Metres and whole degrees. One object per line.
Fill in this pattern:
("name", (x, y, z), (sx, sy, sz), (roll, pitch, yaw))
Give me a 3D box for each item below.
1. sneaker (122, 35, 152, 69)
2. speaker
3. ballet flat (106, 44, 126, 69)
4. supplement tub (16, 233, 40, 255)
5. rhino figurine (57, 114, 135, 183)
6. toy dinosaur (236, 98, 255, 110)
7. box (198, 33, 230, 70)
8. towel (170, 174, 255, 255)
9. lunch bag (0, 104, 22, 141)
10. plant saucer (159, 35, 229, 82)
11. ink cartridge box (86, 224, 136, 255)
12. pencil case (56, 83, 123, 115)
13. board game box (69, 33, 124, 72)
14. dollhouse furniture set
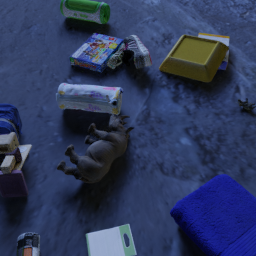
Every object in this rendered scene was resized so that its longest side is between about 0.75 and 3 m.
("sneaker", (0.124, -3.105, 11.540), (1.013, 0.854, 2.316), (-21, 44, -7))
("speaker", (-2.151, -5.927, 14.096), (2.402, 1.062, 1.062), (16, 49, 14))
("ballet flat", (-0.373, -2.992, 11.764), (0.536, 0.536, 1.544), (20, 51, 18))
("supplement tub", (-2.220, 2.807, 6.224), (0.497, 0.497, 0.812), (-7, 47, -7))
("rhino figurine", (-0.700, 0.487, 8.173), (1.214, 0.830, 2.777), (33, 52, 11))
("toy dinosaur", (4.189, -0.784, 9.807), (0.787, 0.303, 0.402), (37, 70, 21))
("box", (3.560, -3.245, 11.967), (1.376, 0.479, 2.312), (12, 50, 11))
("towel", (2.598, 2.526, 6.426), (2.136, 0.717, 2.892), (-23, 50, -29))
("lunch bag", (-4.014, 0.049, 8.359), (1.718, 1.167, 1.137), (0, 47, -2))
("plant saucer", (2.653, -2.977, 11.273), (2.208, 0.535, 2.209), (20, 60, 26))
("ink cartridge box", (-0.400, 2.724, 6.466), (1.047, 0.251, 0.762), (-10, 47, -9))
("pencil case", (-1.266, -0.979, 9.484), (2.205, 0.917, 1.000), (7, 29, 7))
("board game box", (-1.306, -3.297, 12.049), (1.489, 0.379, 2.200), (18, 49, 16))
("dollhouse furniture set", (-3.828, 0.733, 7.648), (2.230, 1.767, 1.582), (-5, 31, 0))
